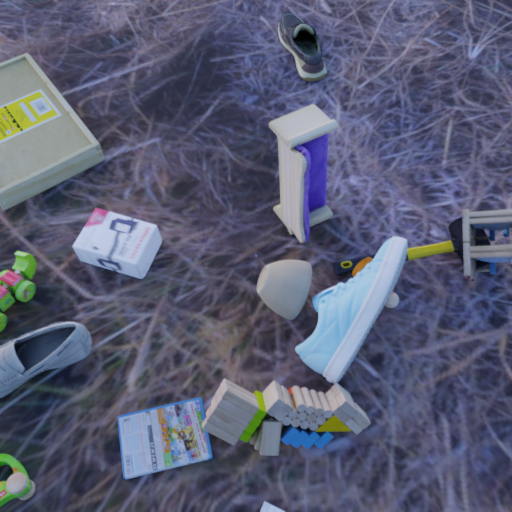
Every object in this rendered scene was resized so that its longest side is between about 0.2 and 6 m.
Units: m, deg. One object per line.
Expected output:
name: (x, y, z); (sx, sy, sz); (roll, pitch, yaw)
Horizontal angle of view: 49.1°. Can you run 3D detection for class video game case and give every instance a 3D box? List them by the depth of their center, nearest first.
video game case: (-1.507, 2.974, 9.189); (1.418, 0.126, 1.015); (-11, 57, -7)

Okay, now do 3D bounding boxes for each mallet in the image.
mallet: (3.013, -0.174, 10.970); (3.082, 0.634, 1.015); (-4, 63, 1)

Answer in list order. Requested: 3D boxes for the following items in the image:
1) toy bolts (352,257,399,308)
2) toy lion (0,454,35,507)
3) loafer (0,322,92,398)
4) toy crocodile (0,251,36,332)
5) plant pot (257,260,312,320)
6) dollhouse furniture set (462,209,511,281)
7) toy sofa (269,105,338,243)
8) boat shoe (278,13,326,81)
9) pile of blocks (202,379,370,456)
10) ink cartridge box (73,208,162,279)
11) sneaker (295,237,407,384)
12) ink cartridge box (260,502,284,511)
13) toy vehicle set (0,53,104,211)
toy bolts: (2.015, 0.725, 10.154); (1.153, 1.102, 0.800); (-39, 62, -7)
toy lion: (-4.281, 3.575, 8.680); (1.277, 0.438, 1.224); (-37, 57, -22)
loafer: (-4.070, 1.753, 9.534); (2.464, 0.860, 0.862); (-25, 60, -15)
toy crocodile: (-4.759, 0.800, 10.298); (0.678, 0.620, 2.009); (25, 61, 15)
plant pot: (0.440, 0.521, 10.080); (0.732, 1.091, 1.091); (19, 57, -13)
dollhouse furniture set: (4.715, -0.129, 10.526); (1.274, 1.808, 1.267); (-2, 82, 30)
toy sofa: (0.996, -1.483, 10.688); (1.018, 2.457, 1.199); (-25, 53, -15)
boat shoe: (1.200, -5.517, 14.257); (0.892, 0.820, 2.496); (-12, 58, -8)
pile of blocks: (0.459, 2.580, 9.179); (2.653, 1.089, 0.824); (7, 14, -6)
ink cartridge box: (-2.688, -0.246, 10.976); (1.371, 0.578, 0.992); (16, 61, 11)
sneaker: (1.567, 0.753, 9.570); (1.127, 1.017, 2.752); (30, 89, 16)
ink cartridge box: (0.366, 4.427, 8.152); (1.093, 0.277, 1.241); (22, 59, 13)
toy vehicle set: (-5.472, -2.992, 12.802); (2.417, 0.516, 3.890); (-31, 62, -18)
